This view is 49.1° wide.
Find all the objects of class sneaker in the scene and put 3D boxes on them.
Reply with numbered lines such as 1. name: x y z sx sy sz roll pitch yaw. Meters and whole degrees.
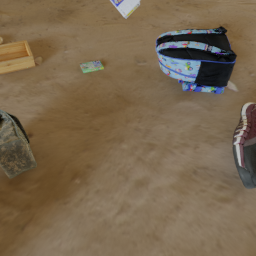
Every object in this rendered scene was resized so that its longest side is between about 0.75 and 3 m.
1. sneaker: 3.472 0.152 6.558 1.635 1.071 2.830 -13 33 36

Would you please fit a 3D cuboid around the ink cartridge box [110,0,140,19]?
1. ink cartridge box: -0.019 -4.044 8.796 0.865 0.203 0.855 -39 72 14

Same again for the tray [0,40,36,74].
1. tray: -4.875 -2.396 10.063 2.749 0.509 1.356 -18 47 -17

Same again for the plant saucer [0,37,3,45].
1. plant saucer: -5.581 -3.416 11.333 1.045 0.185 1.045 0 44 0

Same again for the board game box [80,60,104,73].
1. board game box: -1.316 -2.238 10.168 0.754 0.110 0.507 -14 46 -14

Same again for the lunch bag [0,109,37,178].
1. lunch bag: -2.866 0.298 6.788 0.821 1.145 1.396 -24 49 -16

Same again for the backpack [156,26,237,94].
1. backpack: 2.042 -2.229 9.086 2.355 1.585 2.150 4 44 2
